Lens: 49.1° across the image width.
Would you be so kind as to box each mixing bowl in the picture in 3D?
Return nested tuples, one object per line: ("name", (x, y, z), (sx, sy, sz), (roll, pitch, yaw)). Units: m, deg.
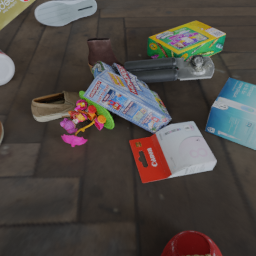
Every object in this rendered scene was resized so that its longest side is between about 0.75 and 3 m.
("mixing bowl", (1.109, 2.255, 4.836), (1.217, 0.659, 1.217), (-6, 33, 4))

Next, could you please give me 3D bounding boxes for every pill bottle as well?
("pill bottle", (-4.716, -2.277, 9.372), (1.093, 1.093, 1.887), (-33, 53, -30))

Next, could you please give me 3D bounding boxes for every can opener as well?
("can opener", (1.349, -1.827, 9.283), (2.942, 0.984, 0.785), (-4, 76, 4))

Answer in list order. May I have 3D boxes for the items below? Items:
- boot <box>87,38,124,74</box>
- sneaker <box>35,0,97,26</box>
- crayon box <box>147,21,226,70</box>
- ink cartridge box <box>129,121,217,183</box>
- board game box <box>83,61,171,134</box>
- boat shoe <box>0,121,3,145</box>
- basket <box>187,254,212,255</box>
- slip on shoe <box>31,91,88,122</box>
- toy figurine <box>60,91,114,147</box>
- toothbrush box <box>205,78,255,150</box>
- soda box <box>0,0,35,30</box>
("boot", (-0.571, -2.306, 9.261), (1.565, 1.302, 0.566), (3, 44, 4))
("sneaker", (-2.865, -5.295, 12.720), (2.929, 1.070, 1.037), (-22, 34, -30))
("crayon box", (2.188, -3.142, 10.518), (2.584, 0.753, 1.534), (-27, 50, -25))
("ink cartridge box", (1.058, 0.543, 6.963), (1.774, 0.506, 1.442), (-6, 44, -12))
("board game box", (-0.184, -1.057, 7.588), (2.226, 0.687, 2.227), (20, 33, -35))
("boat shoe", (-3.828, 0.469, 6.702), (0.907, 0.860, 2.396), (7, 44, 7))
("basket", (0.903, 2.973, 3.682), (2.521, 1.878, 1.799), (-5, 31, -3))
("slip on shoe", (-1.742, -0.771, 8.153), (2.086, 0.632, 0.793), (-13, 45, -13))
("toy figurine", (-1.243, -0.136, 7.271), (1.221, 0.996, 1.326), (-42, 87, -23))
("toothbrush box", (3.406, -0.304, 7.469), (2.152, 0.918, 1.575), (24, 49, 21))
("soda box", (-2.914, -3.045, 6.630), (0.739, 0.698, 2.181), (14, 59, 35))
